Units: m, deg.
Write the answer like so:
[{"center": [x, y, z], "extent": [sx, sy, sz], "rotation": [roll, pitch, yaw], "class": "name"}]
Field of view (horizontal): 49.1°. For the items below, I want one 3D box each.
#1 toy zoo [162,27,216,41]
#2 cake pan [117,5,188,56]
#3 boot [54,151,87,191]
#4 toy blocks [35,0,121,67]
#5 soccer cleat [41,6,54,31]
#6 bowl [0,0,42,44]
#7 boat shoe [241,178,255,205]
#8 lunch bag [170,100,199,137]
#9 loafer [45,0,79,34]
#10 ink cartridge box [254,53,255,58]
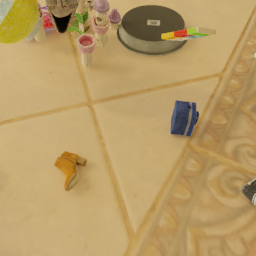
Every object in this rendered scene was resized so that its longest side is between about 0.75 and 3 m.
[{"center": [1.399, -2.279, 6.861], "extent": [1.229, 0.126, 0.806], "rotation": [6, 14, 44], "class": "toy zoo"}, {"center": [0.973, -3.952, 11.049], "extent": [2.873, 0.527, 2.873], "rotation": [0, 54, 0], "class": "cake pan"}, {"center": [-1.645, 1.120, 7.423], "extent": [0.768, 0.378, 1.073], "rotation": [14, 51, 17], "class": "boot"}, {"center": [-1.712, -4.299, 9.668], "extent": [2.760, 2.486, 2.953], "rotation": [28, 65, 8], "class": "toy blocks"}, {"center": [-3.120, -4.338, 11.145], "extent": [0.990, 0.923, 2.706], "rotation": [34, 59, 15], "class": "soccer cleat"}, {"center": [-2.853, -2.856, 7.358], "extent": [1.764, 0.949, 1.764], "rotation": [-25, 50, 35], "class": "bowl"}, {"center": [3.890, 1.156, 7.099], "extent": [2.280, 0.842, 0.779], "rotation": [-34, 40, -9], "class": "boat shoe"}, {"center": [1.637, -0.295, 8.003], "extent": [0.698, 1.055, 0.717], "rotation": [7, 50, 3], "class": "lunch bag"}, {"center": [-1.635, -3.087, 7.080], "extent": [0.944, 2.626, 0.826], "rotation": [-5, 96, -12], "class": "loafer"}, {"center": [5.302, -2.584, 10.182], "extent": [1.139, 0.285, 0.916], "rotation": [44, 73, 5], "class": "ink cartridge box"}]
